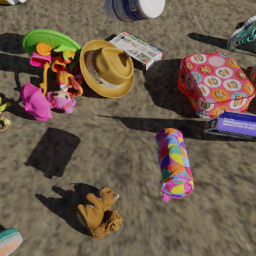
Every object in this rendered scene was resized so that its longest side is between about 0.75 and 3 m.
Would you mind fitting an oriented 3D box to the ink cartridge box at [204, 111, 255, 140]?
[{"bbox_3d":[3.294,0.035,7.211,2.219,2.239,0.486,9,87,6],"label":"ink cartridge box"}]

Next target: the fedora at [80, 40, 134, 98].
[{"bbox_3d":[-0.491,-1.964,8.819,2.050,0.836,2.050,9,74,-34],"label":"fedora"}]

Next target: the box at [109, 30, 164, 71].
[{"bbox_3d":[0.268,-2.878,10.339,1.858,0.323,1.022,36,62,23],"label":"box"}]

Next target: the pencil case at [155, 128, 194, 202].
[{"bbox_3d":[0.890,0.693,5.685,0.662,0.662,1.497,1,43,1],"label":"pencil case"}]

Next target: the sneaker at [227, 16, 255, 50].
[{"bbox_3d":[2.726,-2.135,6.489,0.928,0.360,0.423,-45,55,20],"label":"sneaker"}]

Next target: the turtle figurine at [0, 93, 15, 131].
[{"bbox_3d":[-4.128,-0.559,8.612,1.443,0.465,1.164,19,57,13],"label":"turtle figurine"}]

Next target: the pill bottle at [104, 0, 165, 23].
[{"bbox_3d":[0.098,-3.274,7.359,0.899,0.899,1.619,-42,34,-25],"label":"pill bottle"}]

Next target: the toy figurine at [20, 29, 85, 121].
[{"bbox_3d":[-2.239,-1.336,8.741,2.633,1.977,2.424,15,67,-19],"label":"toy figurine"}]

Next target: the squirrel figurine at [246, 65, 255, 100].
[{"bbox_3d":[4.795,-1.462,8.984,1.556,1.180,1.667,9,70,0],"label":"squirrel figurine"}]

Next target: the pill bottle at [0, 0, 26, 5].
[{"bbox_3d":[-5.441,-5.949,12.056,1.969,1.076,1.076,11,55,8],"label":"pill bottle"}]

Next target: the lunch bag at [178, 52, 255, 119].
[{"bbox_3d":[2.595,-1.403,8.883,2.046,0.951,2.322,-9,53,-8],"label":"lunch bag"}]

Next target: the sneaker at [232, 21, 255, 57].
[{"bbox_3d":[4.743,-3.194,10.131,1.935,1.028,0.724,8,55,6],"label":"sneaker"}]

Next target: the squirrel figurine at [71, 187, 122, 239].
[{"bbox_3d":[-0.617,2.010,6.738,1.050,0.796,1.125,-32,74,-32],"label":"squirrel figurine"}]

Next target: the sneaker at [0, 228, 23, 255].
[{"bbox_3d":[-3.684,2.653,6.049,2.612,0.932,1.044,-22,62,-13],"label":"sneaker"}]
